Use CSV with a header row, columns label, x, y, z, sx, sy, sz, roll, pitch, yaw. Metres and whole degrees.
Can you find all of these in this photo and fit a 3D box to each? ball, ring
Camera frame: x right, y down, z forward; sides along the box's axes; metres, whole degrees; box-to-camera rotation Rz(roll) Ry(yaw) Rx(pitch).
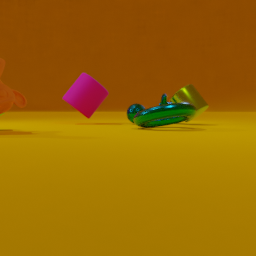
label,x,y,z,sx,sy,sz,roll,pitch,yaw
ball,0.317,-0.529,10.305,0.751,0.751,0.751,0,4,0
ring,1.021,-0.335,7.800,1.756,0.351,1.756,-8,-8,-1

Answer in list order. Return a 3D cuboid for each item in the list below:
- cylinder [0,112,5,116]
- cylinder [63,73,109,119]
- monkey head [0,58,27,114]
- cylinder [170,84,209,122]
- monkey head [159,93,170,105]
label,x,y,z,sx,sy,sz,roll,pitch,yaw
cylinder,-3.781,-0.509,7.221,0.814,0.814,0.814,-37,20,-23
cylinder,-1.600,-1.217,10.643,1.265,1.265,1.265,38,-4,3
monkey head,-3.174,-0.950,6.451,1.759,1.266,1.060,10,-6,-27
cylinder,2.208,-0.891,10.126,1.006,1.006,1.006,-31,-14,-9
monkey head,1.632,-0.751,10.844,0.924,1.103,1.533,8,22,1
